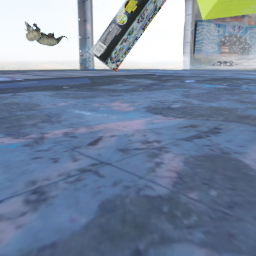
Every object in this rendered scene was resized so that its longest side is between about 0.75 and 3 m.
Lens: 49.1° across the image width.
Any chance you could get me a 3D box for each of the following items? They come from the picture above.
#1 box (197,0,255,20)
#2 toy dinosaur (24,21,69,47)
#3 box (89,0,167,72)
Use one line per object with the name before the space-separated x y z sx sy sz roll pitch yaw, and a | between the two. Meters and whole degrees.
box | 1.922 -2.274 3.729 1.255 0.490 2.058 -12 -9 -13
toy dinosaur | -2.803 -3.021 9.438 1.759 0.677 0.900 16 33 -42
box | 0.142 -3.108 8.276 0.592 2.968 2.032 37 8 1
